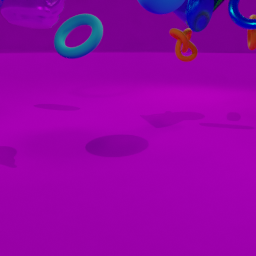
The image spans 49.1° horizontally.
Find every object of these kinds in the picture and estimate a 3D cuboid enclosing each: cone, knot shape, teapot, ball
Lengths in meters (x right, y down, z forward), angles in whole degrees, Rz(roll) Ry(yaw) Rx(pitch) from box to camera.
[{"bbox_3d":[1.805,-3.892,9.084,1.358,1.358,1.363,-14,30,-40],"label":"cone"},{"bbox_3d":[2.967,-4.394,9.681,1.145,1.149,1.145,17,14,-4],"label":"cone"},{"bbox_3d":[1.896,-2.761,9.370,0.570,1.154,1.233,-19,-9,35],"label":"knot shape"},{"bbox_3d":[-2.031,-2.690,6.000,1.972,0.966,1.226,8,11,20],"label":"teapot"},{"bbox_3d":[0.827,-3.525,6.847,1.389,1.389,1.389,0,16,0],"label":"ball"}]

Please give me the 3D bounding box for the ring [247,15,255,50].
[{"bbox_3d":[4.130,-3.150,9.264,0.224,1.120,1.120,-1,16,16],"label":"ring"}]

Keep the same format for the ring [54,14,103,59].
[{"bbox_3d":[-1.889,-3.482,10.598,2.006,2.006,0.401,7,-21,23],"label":"ring"}]

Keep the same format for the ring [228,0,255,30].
[{"bbox_3d":[3.733,-3.632,8.278,1.473,1.473,0.295,5,-5,16],"label":"ring"}]
